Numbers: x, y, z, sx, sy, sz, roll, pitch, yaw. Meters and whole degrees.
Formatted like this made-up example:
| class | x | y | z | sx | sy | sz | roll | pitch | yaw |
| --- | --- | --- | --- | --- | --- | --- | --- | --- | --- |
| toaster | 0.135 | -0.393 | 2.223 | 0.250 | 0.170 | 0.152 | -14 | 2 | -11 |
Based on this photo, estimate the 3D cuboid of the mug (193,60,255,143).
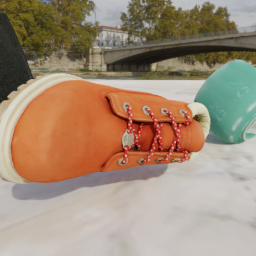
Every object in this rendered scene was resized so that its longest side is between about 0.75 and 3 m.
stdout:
| class | x | y | z | sx | sy | sz | roll | pitch | yaw |
| --- | --- | --- | --- | --- | --- | --- | --- | --- | --- |
| mug | 2.333 | -0.501 | 5.550 | 1.782 | 1.464 | 1.102 | -31 | 54 | -8 |

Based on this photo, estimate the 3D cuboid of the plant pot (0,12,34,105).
| class | x | y | z | sx | sy | sz | roll | pitch | yaw |
| --- | --- | --- | --- | --- | --- | --- | --- | --- | --- |
| plant pot | -3.751 | -0.977 | 5.497 | 2.970 | 2.641 | 2.977 | 5 | 13 | 27 |

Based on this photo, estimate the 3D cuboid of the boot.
| class | x | y | z | sx | sy | sz | roll | pitch | yaw |
| --- | --- | --- | --- | --- | --- | --- | --- | --- | --- |
| boot | 0.009 | -0.003 | 2.834 | 1.385 | 0.969 | 2.584 | 12 | 14 | 28 |
